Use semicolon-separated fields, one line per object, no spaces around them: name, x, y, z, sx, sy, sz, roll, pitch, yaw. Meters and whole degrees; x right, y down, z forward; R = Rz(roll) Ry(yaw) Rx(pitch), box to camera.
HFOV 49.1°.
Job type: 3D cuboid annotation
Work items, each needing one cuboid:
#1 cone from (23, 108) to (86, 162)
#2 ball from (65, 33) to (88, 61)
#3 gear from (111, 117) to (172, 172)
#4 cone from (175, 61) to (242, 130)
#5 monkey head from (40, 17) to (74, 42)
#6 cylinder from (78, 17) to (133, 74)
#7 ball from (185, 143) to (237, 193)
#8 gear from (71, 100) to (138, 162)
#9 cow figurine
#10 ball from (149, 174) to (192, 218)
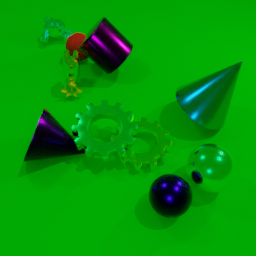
cone;-1.662;0.389;6.980;1.395;1.390;1.390;22;47;-17
ball;-1.666;-2.768;9.551;0.913;0.913;0.913;0;49;0
gear;0.335;0.395;7.185;1.523;0.282;1.523;-1;51;1
cone;2.372;-1.088;7.256;1.635;1.641;1.635;20;42;-19
monkey head;-2.781;-3.574;10.456;1.450;0.874;1.043;22;90;31
cylinder;-0.691;-2.539;8.697;1.240;1.240;1.240;40;46;-23
ball;1.839;0.890;6.250;1.092;1.092;1.092;0;49;0
gear;-0.571;0.047;6.944;1.585;0.293;1.585;1;61;-2
cow figurine;-1.678;-1.568;8.316;0.645;1.176;1.157;0;61;-13
ball;0.891;1.423;5.901;0.910;0.910;0.910;0;49;0
